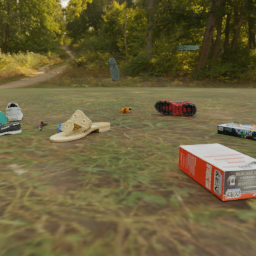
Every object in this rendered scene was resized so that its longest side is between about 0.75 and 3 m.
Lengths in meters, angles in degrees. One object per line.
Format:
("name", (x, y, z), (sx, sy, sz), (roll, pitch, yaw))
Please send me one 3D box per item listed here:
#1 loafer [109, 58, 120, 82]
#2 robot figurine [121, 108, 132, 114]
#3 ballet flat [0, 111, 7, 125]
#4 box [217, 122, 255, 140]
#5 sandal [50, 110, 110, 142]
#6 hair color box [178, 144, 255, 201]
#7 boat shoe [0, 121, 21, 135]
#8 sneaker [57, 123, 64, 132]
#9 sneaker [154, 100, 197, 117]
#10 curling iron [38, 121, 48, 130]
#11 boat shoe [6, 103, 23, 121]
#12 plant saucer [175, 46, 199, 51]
("loafer", (-0.662, -2.655, 12.980), (0.426, 1.185, 0.373), (-6, -16, -17))
("robot figurine", (-0.133, -0.964, 15.355), (0.617, 0.248, 0.850), (2, 11, 10))
("ballet flat", (-5.238, -0.241, 10.140), (0.680, 0.805, 2.129), (-8, 7, 8))
("box", (4.032, 0.098, 9.428), (1.110, 0.306, 1.625), (-8, 13, -37))
("sandal", (-1.594, -0.197, 9.486), (0.966, 0.866, 2.633), (8, 13, 35))
("hair color box", (1.733, 0.751, 5.295), (0.946, 0.545, 1.707), (-2, 9, -13))
("boat shoe", (-4.321, 0.023, 9.543), (0.522, 0.416, 1.380), (7, 13, 35))
("sneaker", (-2.309, -0.090, 10.029), (0.333, 0.280, 0.849), (28, 18, -3))
("sneaker", (2.462, -1.031, 14.296), (2.164, 0.765, 1.057), (6, 13, 20))
("curling iron", (-3.333, -0.094, 10.868), (0.324, 0.167, 1.307), (-1, 11, -11))
("boat shoe", (-5.355, -0.827, 13.215), (0.732, 0.747, 2.098), (-5, 11, -23))
("plant saucer", (2.292, -3.092, 10.892), (0.913, 0.164, 0.913), (0, 12, 0))
